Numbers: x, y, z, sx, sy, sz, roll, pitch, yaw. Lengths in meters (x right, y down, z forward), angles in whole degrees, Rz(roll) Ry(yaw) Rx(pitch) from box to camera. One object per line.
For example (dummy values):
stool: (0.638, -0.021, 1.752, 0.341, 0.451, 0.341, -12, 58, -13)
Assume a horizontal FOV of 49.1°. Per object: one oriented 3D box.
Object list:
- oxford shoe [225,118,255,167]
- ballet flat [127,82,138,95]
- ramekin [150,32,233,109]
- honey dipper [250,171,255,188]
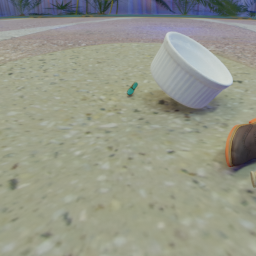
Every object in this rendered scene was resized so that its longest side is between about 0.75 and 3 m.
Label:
oxford shoe: (3.191, 0.277, 6.845, 2.471, 0.880, 0.896, -27, 19, -39)
ballet flat: (0.130, -1.534, 11.138, 0.271, 0.254, 0.750, -21, 32, 56)
ramekin: (2.135, -1.983, 9.878, 2.788, 1.359, 2.788, 24, 37, -19)
honey dipper: (3.331, 0.893, 5.365, 1.800, 0.342, 0.342, -9, 24, 15)
